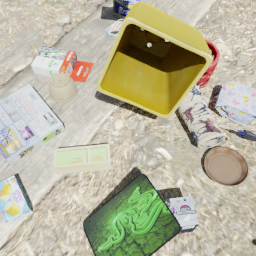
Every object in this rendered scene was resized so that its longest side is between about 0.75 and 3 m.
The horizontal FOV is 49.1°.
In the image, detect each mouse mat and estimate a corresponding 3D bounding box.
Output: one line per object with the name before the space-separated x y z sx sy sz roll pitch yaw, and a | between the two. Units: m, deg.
mouse mat | -0.023 2.995 8.514 2.787 0.105 2.243 -41 51 5

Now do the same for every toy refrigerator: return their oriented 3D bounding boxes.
toy refrigerator | -1.648 1.125 10.228 2.015 0.705 0.765 -4 57 -3

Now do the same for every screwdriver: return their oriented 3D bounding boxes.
screwdriver | 3.974 0.090 10.582 2.393 0.334 0.348 15 96 -19

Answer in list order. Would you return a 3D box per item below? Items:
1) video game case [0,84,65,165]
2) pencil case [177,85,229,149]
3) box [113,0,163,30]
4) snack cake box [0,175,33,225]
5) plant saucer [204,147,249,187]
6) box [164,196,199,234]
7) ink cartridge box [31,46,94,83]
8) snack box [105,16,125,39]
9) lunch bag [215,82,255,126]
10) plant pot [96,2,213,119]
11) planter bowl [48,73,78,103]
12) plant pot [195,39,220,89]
video game case | -4.262 -0.225 11.139 2.417 0.606 2.667 -34 64 -20
pencil case | 2.777 -0.500 11.014 1.287 1.119 2.877 -23 59 3
box | 0.506 -6.062 14.702 2.748 0.884 0.963 36 64 21
snack cake box | -3.932 2.437 9.525 0.821 0.480 1.428 -29 62 -16
plant saucer | 3.572 1.438 10.280 1.587 0.290 1.587 0 58 -1
box | 1.280 2.827 8.920 1.632 1.079 0.936 -7 58 -4
ink cartridge box | -2.963 -2.933 12.847 2.483 0.625 1.353 12 59 9
snack box | -0.396 -5.168 14.495 0.841 0.269 1.448 36 64 20
lunch bag | 4.446 -1.042 11.445 1.611 1.024 1.366 23 62 3
plant pot | 0.869 -2.573 9.502 2.771 2.753 2.835 22 45 -10
planter bowl | -2.852 -1.828 12.033 1.252 0.842 1.252 0 57 0
plant pot | 2.848 -2.691 12.100 1.804 1.642 1.804 0 57 -1
